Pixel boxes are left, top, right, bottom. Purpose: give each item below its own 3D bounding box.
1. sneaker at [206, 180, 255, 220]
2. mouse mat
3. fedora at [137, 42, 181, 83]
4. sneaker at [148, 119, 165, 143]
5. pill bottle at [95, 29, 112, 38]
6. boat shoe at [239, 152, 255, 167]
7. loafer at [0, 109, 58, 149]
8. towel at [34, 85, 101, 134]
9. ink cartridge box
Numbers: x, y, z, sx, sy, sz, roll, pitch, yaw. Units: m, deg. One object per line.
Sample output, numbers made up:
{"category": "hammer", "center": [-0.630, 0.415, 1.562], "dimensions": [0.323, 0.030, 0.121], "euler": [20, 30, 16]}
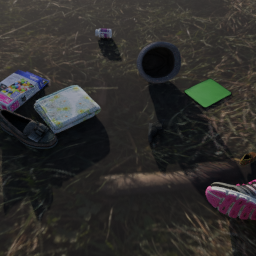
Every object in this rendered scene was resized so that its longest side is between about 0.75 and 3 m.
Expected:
{"category": "sneaker", "center": [3.725, 1.959, 8.297], "dimensions": [2.844, 1.049, 1.244], "euler": [10, 45, 5]}
{"category": "mouse mat", "center": [3.476, -1.554, 12.215], "dimensions": [1.711, 0.064, 1.377], "euler": [-27, 52, -22]}
{"category": "fedora", "center": [1.287, -2.975, 12.721], "dimensions": [2.042, 1.806, 0.922], "euler": [-17, 20, -12]}
{"category": "sneaker", "center": [1.070, 0.110, 10.457], "dimensions": [0.592, 0.341, 1.135], "euler": [1, 43, 7]}
{"category": "pill bottle", "center": [-1.336, -5.180, 15.307], "dimensions": [0.852, 0.478, 0.478], "euler": [5, 47, 3]}
{"category": "boat shoe", "center": [4.132, 1.013, 9.537], "dimensions": [0.872, 0.296, 0.314], "euler": [-30, 45, -34]}
{"category": "loafer", "center": [-3.738, 0.018, 10.238], "dimensions": [2.486, 0.782, 0.893], "euler": [20, 50, 17]}
{"category": "towel", "center": [-2.442, -0.799, 11.222], "dimensions": [2.123, 0.511, 1.817], "euler": [-29, 56, -24]}
{"category": "ink cartridge box", "center": [-4.753, -1.733, 12.104], "dimensions": [1.457, 0.512, 2.442], "euler": [23, 49, 20]}
